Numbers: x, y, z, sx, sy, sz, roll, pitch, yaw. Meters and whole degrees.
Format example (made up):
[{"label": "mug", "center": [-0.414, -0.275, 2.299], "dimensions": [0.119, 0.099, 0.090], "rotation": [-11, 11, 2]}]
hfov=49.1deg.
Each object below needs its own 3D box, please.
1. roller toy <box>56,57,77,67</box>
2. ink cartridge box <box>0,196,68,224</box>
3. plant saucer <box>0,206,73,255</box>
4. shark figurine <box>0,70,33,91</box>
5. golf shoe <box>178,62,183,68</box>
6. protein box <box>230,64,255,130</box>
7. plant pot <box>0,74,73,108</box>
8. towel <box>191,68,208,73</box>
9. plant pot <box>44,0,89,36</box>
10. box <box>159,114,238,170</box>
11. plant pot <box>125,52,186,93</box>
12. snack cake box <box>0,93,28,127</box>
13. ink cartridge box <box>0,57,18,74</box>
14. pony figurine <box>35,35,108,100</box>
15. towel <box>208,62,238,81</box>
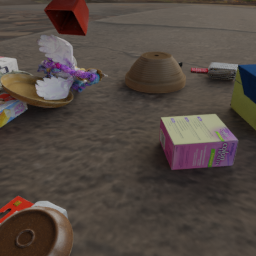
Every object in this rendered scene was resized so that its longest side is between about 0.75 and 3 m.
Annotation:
[{"label": "roller toy", "center": [-2.940, -3.107, 13.540], "dimensions": [0.961, 0.876, 0.671], "rotation": [22, 39, 27]}, {"label": "ink cartridge box", "center": [-2.085, 1.791, 5.420], "dimensions": [1.436, 0.360, 1.165], "rotation": [18, 34, 24]}, {"label": "plant saucer", "center": [-1.747, 1.966, 4.851], "dimensions": [1.548, 0.283, 1.548], "rotation": [-3, 42, 3]}, {"label": "shark figurine", "center": [-4.935, -2.132, 12.164], "dimensions": [1.800, 0.751, 1.075], "rotation": [-23, 70, -22]}, {"label": "golf shoe", "center": [2.496, -3.225, 14.370], "dimensions": [0.378, 0.311, 0.801], "rotation": [25, 37, 37]}, {"label": "protein box", "center": [5.064, -1.010, 9.097], "dimensions": [2.366, 1.596, 2.349], "rotation": [-4, 30, -7]}, {"label": "plant pot", "center": [-3.317, -1.341, 10.282], "dimensions": [2.580, 0.355, 2.580], "rotation": [19, 21, -8]}, {"label": "towel", "center": [3.577, -2.892, 13.996], "dimensions": [0.838, 0.094, 0.606], "rotation": [6, 29, 11]}, {"label": "plant pot", "center": [-1.940, -3.934, 9.507], "dimensions": [1.129, 1.128, 0.995], "rotation": [11, 69, 20]}, {"label": "box", "center": [1.806, 0.334, 7.543], "dimensions": [1.646, 0.796, 1.448], "rotation": [-4, 30, -6]}, {"label": "plant pot", "center": [1.206, -2.580, 12.283], "dimensions": [2.701, 1.247, 2.701], "rotation": [-1, 29, 0]}, {"label": "snack cake box", "center": [-4.317, -0.604, 9.453], "dimensions": [0.954, 0.557, 1.658], "rotation": [8, 30, 17]}, {"label": "ink cartridge box", "center": [-6.206, -2.627, 12.803], "dimensions": [1.351, 0.787, 1.867], "rotation": [11, 31, 19]}, {"label": "pony figurine", "center": [-2.485, -2.219, 10.968], "dimensions": [2.660, 2.295, 2.756], "rotation": [3, 8, -36]}, {"label": "towel", "center": [4.457, -2.671, 13.162], "dimensions": [1.308, 0.560, 1.083], "rotation": [10, 29, 20]}]
